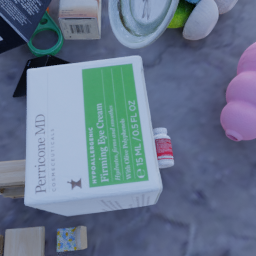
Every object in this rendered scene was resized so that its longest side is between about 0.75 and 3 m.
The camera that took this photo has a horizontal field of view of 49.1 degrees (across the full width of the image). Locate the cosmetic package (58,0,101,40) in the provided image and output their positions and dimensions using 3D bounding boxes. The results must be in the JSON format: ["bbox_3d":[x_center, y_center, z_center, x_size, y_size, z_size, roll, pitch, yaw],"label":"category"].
[{"bbox_3d":[-1.346,-3.726,8.129,1.107,0.934,2.142,-2,69,-1],"label":"cosmetic package"}]

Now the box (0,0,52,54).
[{"bbox_3d":[-3.163,-3.317,7.046,2.031,1.465,2.736,-8,53,31],"label":"box"}]

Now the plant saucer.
[{"bbox_3d":[0.406,-2.742,5.840,0.541,2.156,2.156,-5,65,-38],"label":"plant saucer"}]

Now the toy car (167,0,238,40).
[{"bbox_3d":[1.694,-4.103,7.603,2.555,2.189,2.920,39,74,13],"label":"toy car"}]

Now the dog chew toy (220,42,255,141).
[{"bbox_3d":[3.163,-0.859,6.751,1.652,1.652,2.653,33,81,12],"label":"dog chew toy"}]

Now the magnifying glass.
[{"bbox_3d":[-2.493,-3.197,8.285,1.012,0.285,2.543,-9,68,-3],"label":"magnifying glass"}]

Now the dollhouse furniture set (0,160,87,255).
[{"bbox_3d":[-2.114,2.110,5.491,2.404,1.703,2.617,-5,69,-1],"label":"dollhouse furniture set"}]

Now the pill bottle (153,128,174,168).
[{"bbox_3d":[0.794,0.480,6.724,0.507,0.507,0.904,-5,72,-2],"label":"pill bottle"}]

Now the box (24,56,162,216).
[{"bbox_3d":[-0.605,0.333,5.707,2.167,2.530,2.517,-7,69,1],"label":"box"}]

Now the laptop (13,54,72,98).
[{"bbox_3d":[-2.163,-1.237,7.547,1.438,0.743,1.275,20,66,-17],"label":"laptop"}]
